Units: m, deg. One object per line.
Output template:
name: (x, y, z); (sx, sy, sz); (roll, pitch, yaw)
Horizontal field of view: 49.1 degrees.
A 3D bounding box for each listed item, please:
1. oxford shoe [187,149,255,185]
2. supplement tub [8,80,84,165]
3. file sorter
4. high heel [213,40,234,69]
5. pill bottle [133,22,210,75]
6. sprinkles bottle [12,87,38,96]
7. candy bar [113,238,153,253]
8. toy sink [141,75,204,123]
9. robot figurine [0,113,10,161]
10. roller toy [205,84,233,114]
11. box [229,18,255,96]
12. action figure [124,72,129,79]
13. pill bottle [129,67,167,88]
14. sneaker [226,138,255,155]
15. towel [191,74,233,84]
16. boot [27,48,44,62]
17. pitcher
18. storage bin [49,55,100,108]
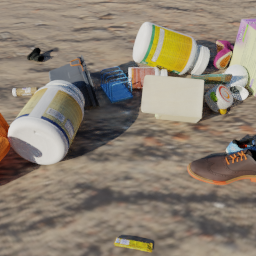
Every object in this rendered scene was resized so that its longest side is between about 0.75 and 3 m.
oxford shoe: (2.908, 0.934, 7.667); (2.529, 0.917, 0.900); (-3, 41, -3)
supplement tub: (-2.317, -0.247, 8.467); (1.692, 1.692, 2.344); (6, 40, 7)
file sorter: (-0.469, -1.717, 10.877); (0.897, 0.793, 1.293); (-16, 44, -17)
high heel: (4.129, -3.453, 12.722); (1.280, 0.898, 2.668); (35, 46, 21)
pill bottle: (1.779, -3.113, 11.451); (2.861, 1.613, 1.613); (13, 38, -15)
sprinkles bottle: (-3.984, -1.412, 10.887); (0.911, 0.311, 0.311); (-5, 41, -6)
candy bar: (0.116, 2.633, 6.316); (0.886, 0.098, 0.221); (6, 41, 8)
toy sink: (1.448, -0.939, 9.376); (1.936, 1.084, 1.262); (5, 82, 4)
robot figurine: (-4.322, 0.687, 7.463); (2.008, 1.628, 2.791); (25, 42, -2)
roller toy: (3.247, -1.037, 10.015); (0.958, 0.669, 0.874); (37, 49, -12)
box: (5.307, -2.850, 11.125); (1.193, 2.170, 2.467); (-6, 40, -6)
action figure: (0.223, -2.281, 11.824); (0.819, 0.418, 0.486); (-1, 39, 3)
pill bottle: (0.777, -2.004, 11.173); (1.501, 0.842, 0.842); (0, 41, 0)
sneaker: (3.690, 0.632, 8.225); (1.454, 0.654, 0.570); (4, 41, 5)
towel: (2.992, -1.761, 10.120); (1.385, 1.016, 0.150); (1, 84, 14)
boot: (-4.221, -3.440, 13.209); (0.698, 0.351, 0.934); (11, 52, 23)
pitcher: (4.046, -1.873, 10.965); (1.270, 0.897, 1.480); (18, 50, 1)
storage bin: (-2.083, -1.638, 10.368); (1.463, 1.586, 2.179); (-19, 43, -6)
